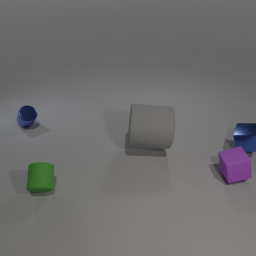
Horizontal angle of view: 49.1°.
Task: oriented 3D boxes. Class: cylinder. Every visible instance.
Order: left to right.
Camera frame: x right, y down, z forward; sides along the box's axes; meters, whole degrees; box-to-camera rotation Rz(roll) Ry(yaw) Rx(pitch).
[{"bbox_3d":[-4.006,-0.450,11.077,0.700,0.700,0.700,-22,-7,-33],"label":"cylinder"},{"bbox_3d":[-2.426,1.381,7.785,0.700,0.700,0.700,-2,68,-4],"label":"cylinder"},{"bbox_3d":[0.742,-0.062,9.271,1.400,1.400,1.400,5,30,-1],"label":"cylinder"}]

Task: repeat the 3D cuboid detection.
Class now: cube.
[{"bbox_3d":[3.142,1.081,8.243,0.700,0.700,0.700,-15,29,5],"label":"cube"},{"bbox_3d":[3.986,0.311,9.386,0.700,0.700,0.700,1,38,33],"label":"cube"}]
